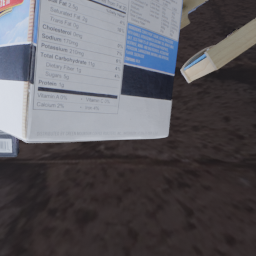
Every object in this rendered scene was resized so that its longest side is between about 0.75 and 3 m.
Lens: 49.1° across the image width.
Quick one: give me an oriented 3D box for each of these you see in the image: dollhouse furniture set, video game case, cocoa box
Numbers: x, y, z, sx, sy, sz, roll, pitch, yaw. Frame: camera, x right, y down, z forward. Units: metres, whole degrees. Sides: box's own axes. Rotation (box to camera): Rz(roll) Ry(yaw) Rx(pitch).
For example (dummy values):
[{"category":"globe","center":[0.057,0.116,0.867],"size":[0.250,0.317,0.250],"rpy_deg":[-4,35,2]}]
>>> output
[{"category":"dollhouse furniture set","center":[1.473,-2.388,5.307],"size":[2.167,2.295,1.498],"rpy_deg":[-34,5,-5]},{"category":"video game case","center":[-2.570,-0.844,3.886],"size":[1.895,2.652,0.252],"rpy_deg":[2,18,-10]},{"category":"cocoa box","center":[-0.744,-0.741,2.789],"size":[1.417,1.394,2.125],"rpy_deg":[0,9,-43]}]
